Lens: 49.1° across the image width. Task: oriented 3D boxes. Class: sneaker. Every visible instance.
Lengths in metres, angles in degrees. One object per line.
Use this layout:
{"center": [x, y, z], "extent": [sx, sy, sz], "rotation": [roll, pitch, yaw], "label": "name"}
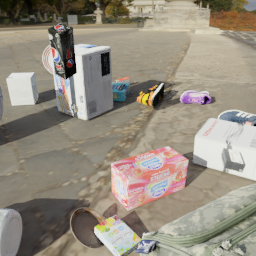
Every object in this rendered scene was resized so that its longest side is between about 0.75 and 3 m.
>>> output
{"center": [1.154, -1.756, 13.922], "extent": [1.012, 0.787, 2.250], "rotation": [12, 29, 17], "label": "sneaker"}
{"center": [4.462, -0.225, 10.729], "extent": [1.919, 0.719, 0.811], "rotation": [5, 21, 11], "label": "sneaker"}
{"center": [3.311, -1.404, 13.448], "extent": [1.569, 0.631, 0.694], "rotation": [-4, 33, -11], "label": "sneaker"}

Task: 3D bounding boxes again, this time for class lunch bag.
{"center": [1.844, 2.104, 4.446], "extent": [2.878, 2.005, 2.414], "rotation": [-15, 15, -30], "label": "lunch bag"}

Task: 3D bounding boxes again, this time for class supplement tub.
{"center": [-3.057, 2.077, 5.422], "extent": [1.703, 1.044, 1.044], "rotation": [2, 25, 2], "label": "supplement tub"}

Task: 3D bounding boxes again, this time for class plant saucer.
{"center": [-0.812, 2.130, 5.921], "extent": [0.956, 0.153, 0.956], "rotation": [28, 29, -17], "label": "plant saucer"}

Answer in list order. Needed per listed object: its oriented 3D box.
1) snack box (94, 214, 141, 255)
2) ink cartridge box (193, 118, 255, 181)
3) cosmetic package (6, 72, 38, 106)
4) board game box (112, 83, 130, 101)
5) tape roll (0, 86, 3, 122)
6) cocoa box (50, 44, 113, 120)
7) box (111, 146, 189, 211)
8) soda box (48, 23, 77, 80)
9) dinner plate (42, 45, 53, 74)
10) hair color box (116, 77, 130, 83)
{"center": [-0.223, 2.259, 5.853], "extent": [0.594, 0.221, 0.835], "rotation": [-21, 43, -38], "label": "snack box"}
{"center": [3.420, 0.621, 8.578], "extent": [2.386, 0.999, 1.731], "rotation": [14, 29, 28], "label": "ink cartridge box"}
{"center": [-5.072, -1.906, 13.585], "extent": [1.106, 1.342, 1.107], "rotation": [-3, 25, -6], "label": "cosmetic package"}
{"center": [-1.115, -1.916, 14.585], "extent": [2.184, 0.513, 1.649], "rotation": [4, 25, 8], "label": "board game box"}
{"center": [-5.479, -0.718, 9.285], "extent": [0.933, 2.824, 2.824], "rotation": [10, 27, 16], "label": "tape roll"}
{"center": [-1.932, -2.059, 12.162], "extent": [1.840, 2.805, 1.870], "rotation": [17, 31, 32], "label": "cocoa box"}
{"center": [0.565, 1.263, 7.302], "extent": [1.854, 0.951, 0.877], "rotation": [-13, 28, -28], "label": "box"}
{"center": [-1.856, -2.172, 8.045], "extent": [0.471, 1.486, 0.526], "rotation": [29, 50, 24], "label": "soda box"}
{"center": [-4.370, -4.527, 18.576], "extent": [2.508, 2.508, 0.304], "rotation": [-8, -11, -17], "label": "dinner plate"}
{"center": [-0.277, -2.602, 16.117], "extent": [0.284, 0.471, 0.928], "rotation": [22, 32, 38], "label": "hair color box"}
